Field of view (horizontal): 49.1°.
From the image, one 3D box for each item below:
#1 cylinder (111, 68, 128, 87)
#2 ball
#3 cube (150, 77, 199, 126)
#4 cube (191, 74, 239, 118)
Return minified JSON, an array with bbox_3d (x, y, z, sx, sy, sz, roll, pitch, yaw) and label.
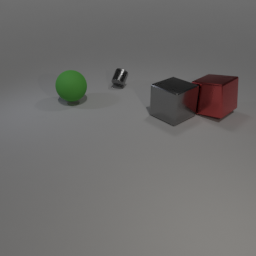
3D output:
[{"bbox_3d":[-0.417,-2.589,14.410,0.700,0.700,0.700,12,71,20],"label":"cylinder"},{"bbox_3d":[-2.553,-1.899,12.626,1.400,1.400,1.400,0,30,0],"label":"ball"},{"bbox_3d":[1.883,-1.138,11.563,1.400,1.400,1.400,-24,37,-35],"label":"cube"},{"bbox_3d":[3.637,-1.377,11.751,1.400,1.400,1.400,16,32,43],"label":"cube"}]
